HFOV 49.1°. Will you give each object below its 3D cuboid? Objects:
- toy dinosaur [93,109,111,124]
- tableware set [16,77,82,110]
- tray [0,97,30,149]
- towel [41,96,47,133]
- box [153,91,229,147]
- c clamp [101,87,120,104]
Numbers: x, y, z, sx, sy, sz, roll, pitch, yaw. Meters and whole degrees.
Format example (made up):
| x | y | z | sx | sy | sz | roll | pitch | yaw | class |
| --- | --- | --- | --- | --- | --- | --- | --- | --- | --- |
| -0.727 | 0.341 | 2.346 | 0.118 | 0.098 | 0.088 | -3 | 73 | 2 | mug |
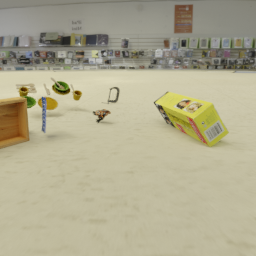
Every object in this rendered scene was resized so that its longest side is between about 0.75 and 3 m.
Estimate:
| x | y | z | sx | sy | sz | roll | pitch | yaw | class |
| --- | --- | --- | --- | --- | --- | --- | --- | --- | --- |
| -0.796 | -0.424 | 8.788 | 0.533 | 0.401 | 0.786 | -28 | -30 | 33 | toy dinosaur |
| -2.796 | -1.246 | 10.099 | 2.285 | 0.351 | 1.539 | -4 | 48 | -31 | tableware set |
| -3.220 | -0.012 | 6.114 | 0.402 | 1.072 | 2.174 | 12 | 19 | 34 | tray |
| -2.172 | -0.326 | 7.213 | 0.106 | 0.886 | 0.642 | 1 | -6 | -12 | towel |
| 1.573 | -0.337 | 7.518 | 0.629 | 0.945 | 2.511 | -38 | 21 | -5 | box |
| -0.719 | -1.430 | 12.374 | 0.728 | 0.852 | 0.115 | 10 | 16 | -27 | c clamp |
